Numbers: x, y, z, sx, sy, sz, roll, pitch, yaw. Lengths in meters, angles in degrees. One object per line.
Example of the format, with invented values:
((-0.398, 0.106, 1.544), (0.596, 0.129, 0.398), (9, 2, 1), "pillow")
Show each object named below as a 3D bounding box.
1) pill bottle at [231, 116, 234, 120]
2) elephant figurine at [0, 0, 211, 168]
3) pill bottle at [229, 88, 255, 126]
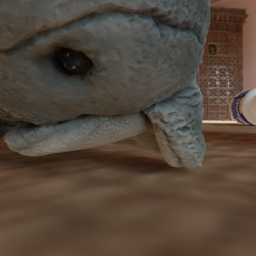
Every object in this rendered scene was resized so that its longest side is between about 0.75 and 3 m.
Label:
((10.012, -1.074, 24.180), (1.978, 1.110, 1.110), (1, 2, 41), "pill bottle")
((-0.246, -0.447, 1.424), (2.493, 1.764, 1.934), (9, 43, 44), "elephant figurine")
((5.144, -0.836, 11.154), (1.493, 1.493, 2.691), (0, 2, 4), "pill bottle")
